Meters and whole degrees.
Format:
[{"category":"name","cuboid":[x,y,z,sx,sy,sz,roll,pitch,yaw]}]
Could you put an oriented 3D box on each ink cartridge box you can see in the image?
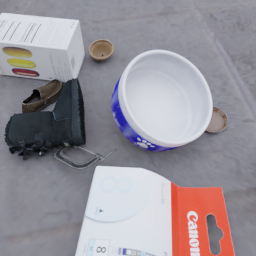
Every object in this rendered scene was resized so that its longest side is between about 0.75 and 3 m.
[{"category":"ink cartridge box","cuboid":[0.586,1.876,5.548,2.902,0.686,2.323,0,41,7]}]

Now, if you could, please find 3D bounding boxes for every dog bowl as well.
[{"category":"dog bowl","cuboid":[0.827,-0.641,6.934,2.389,0.941,2.389,6,71,-19]}]

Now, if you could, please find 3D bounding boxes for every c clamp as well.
[{"category":"c clamp","cuboid":[-1.102,0.645,6.871,1.289,0.175,1.101,17,37,29]}]

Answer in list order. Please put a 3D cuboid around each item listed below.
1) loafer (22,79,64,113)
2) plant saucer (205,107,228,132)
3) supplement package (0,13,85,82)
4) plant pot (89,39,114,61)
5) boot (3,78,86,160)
[{"category":"loafer","cuboid":[-2.382,-0.922,7.885,0.535,0.523,1.465,31,62,18]},{"category":"plant saucer","cuboid":[2.271,-0.220,7.665,0.872,0.140,0.872,0,58,0]},{"category":"supplement package","cuboid":[-2.668,-2.358,8.311,2.397,1.363,1.313,7,56,6]},{"category":"plant pot","cuboid":[-0.825,-2.407,8.908,0.775,0.358,0.775,-1,65,3]},{"category":"boot","cuboid":[-2.112,-0.300,7.358,1.884,0.851,2.299,-9,56,1]}]
